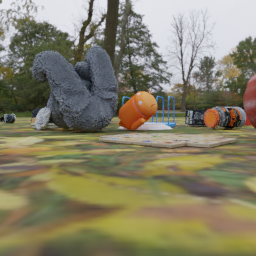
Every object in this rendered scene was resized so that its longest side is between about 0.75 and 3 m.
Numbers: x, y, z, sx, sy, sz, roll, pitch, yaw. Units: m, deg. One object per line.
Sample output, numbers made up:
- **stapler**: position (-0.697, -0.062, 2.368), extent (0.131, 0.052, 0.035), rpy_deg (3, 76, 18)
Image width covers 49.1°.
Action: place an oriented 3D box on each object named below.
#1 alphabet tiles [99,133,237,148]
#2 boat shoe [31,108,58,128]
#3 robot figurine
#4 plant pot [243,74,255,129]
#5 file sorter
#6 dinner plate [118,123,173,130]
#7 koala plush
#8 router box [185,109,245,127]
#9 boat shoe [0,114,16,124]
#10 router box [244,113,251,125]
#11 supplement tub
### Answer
- **alphabet tiles**: position (0.731, 0.215, 5.628), extent (2.491, 0.079, 2.073), rpy_deg (3, 3, 41)
- **boat shoe**: position (-3.252, -0.401, 11.228), extent (0.950, 0.792, 2.546), rpy_deg (-2, 1, -2)
- **robot figurine**: position (0.309, -0.564, 8.924), extent (1.539, 0.897, 1.107), rpy_deg (-40, 1, 38)
- **plant pot**: position (3.409, -0.625, 5.156), extent (2.113, 2.113, 2.055), rpy_deg (-1, -6, -12)
- **file sorter**: position (0.902, -0.691, 11.963), extent (2.099, 1.288, 1.457), rpy_deg (2, 4, 19)
- **dinner plate**: position (0.632, -0.063, 10.192), extent (1.968, 0.239, 1.968), rpy_deg (1, 3, 0)
- **koala plush**: position (-1.839, -0.793, 9.151), extent (2.517, 2.608, 2.838), rpy_deg (-17, -9, -37)
- **router box**: position (3.986, -0.466, 12.708), extent (1.826, 0.757, 2.437), rpy_deg (2, 4, 40)
- **boat shoe**: position (-6.986, -0.533, 16.185), extent (1.513, 0.566, 0.468), rpy_deg (1, 1, 43)
- **router box**: position (6.921, -0.472, 14.166), extent (2.283, 0.621, 2.543), rpy_deg (1, 3, 27)
- **supplement tub**: position (3.366, -0.343, 9.772), extent (1.314, 0.805, 0.805), rpy_deg (-2, 3, -26)
